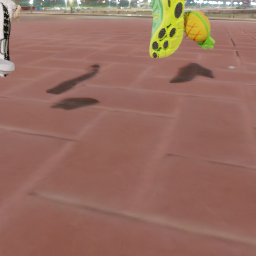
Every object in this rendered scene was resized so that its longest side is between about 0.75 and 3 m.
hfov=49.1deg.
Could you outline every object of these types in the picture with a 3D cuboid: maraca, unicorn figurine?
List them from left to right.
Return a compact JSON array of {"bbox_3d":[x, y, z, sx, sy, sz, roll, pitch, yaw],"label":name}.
[{"bbox_3d":[-4.137,-4.105,9.076,0.519,0.965,1.405,5,-16,43],"label":"unicorn figurine"},{"bbox_3d":[2.413,-3.318,9.548,0.809,1.512,1.036,-42,23,-7],"label":"maraca"}]

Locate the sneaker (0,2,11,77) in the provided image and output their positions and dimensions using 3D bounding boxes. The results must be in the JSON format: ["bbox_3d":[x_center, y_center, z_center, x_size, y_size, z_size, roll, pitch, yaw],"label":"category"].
[{"bbox_3d":[-4.081,-2.704,8.477,0.885,2.213,0.816,6,7,-7],"label":"sneaker"}]

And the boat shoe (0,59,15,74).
[{"bbox_3d":[-3.417,-1.262,6.103,1.755,0.613,0.622,2,23,-20],"label":"boat shoe"}]

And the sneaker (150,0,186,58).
[{"bbox_3d":[1.245,-3.540,8.854,1.021,2.756,1.152,2,37,-10],"label":"sneaker"}]
